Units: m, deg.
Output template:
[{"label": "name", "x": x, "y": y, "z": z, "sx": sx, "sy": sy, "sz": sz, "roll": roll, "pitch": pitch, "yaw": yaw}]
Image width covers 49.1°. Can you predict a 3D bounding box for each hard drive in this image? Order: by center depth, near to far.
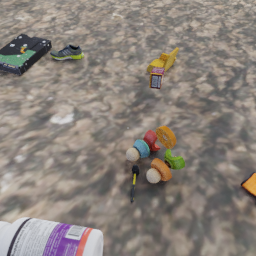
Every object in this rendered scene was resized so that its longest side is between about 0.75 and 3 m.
[{"label": "hard drive", "x": -5.074, "y": -3.544, "z": 13.316, "sx": 1.806, "sy": 0.489, "sz": 2.585, "roll": 16, "pitch": 48, "yaw": 15}]

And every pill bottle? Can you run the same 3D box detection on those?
[{"label": "pill bottle", "x": -2.022, "y": 2.915, "z": 6.458, "sx": 2.675, "sy": 1.490, "sz": 1.490, "roll": 7, "pitch": 47, "yaw": 7}]

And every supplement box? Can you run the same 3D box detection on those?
[{"label": "supplement box", "x": 1.140, "y": -1.969, "z": 10.946, "sx": 0.459, "sy": 0.592, "sz": 1.072, "roll": 9, "pitch": 28, "yaw": 9}]

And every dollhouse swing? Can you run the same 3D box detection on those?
[{"label": "dollhouse swing", "x": 1.550, "y": -3.129, "z": 12.536, "sx": 1.092, "sy": 1.056, "sz": 1.201, "roll": 27, "pitch": 53, "yaw": 23}]

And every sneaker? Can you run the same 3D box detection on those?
[{"label": "sneaker", "x": -2.913, "y": -3.656, "z": 13.318, "sx": 1.573, "sy": 0.637, "sz": 0.581, "roll": -5, "pitch": 47, "yaw": -5}]

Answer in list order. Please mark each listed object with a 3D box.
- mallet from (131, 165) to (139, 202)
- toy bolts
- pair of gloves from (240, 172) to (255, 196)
[{"label": "mallet", "x": 0.187, "y": 1.711, "z": 8.530, "sx": 0.237, "sy": 0.379, "sz": 1.150, "roll": 3, "pitch": 61, "yaw": 7}, {"label": "toy bolts", "x": 0.681, "y": 0.733, "z": 8.673, "sx": 1.181, "sy": 1.626, "sz": 1.702, "roll": -33, "pitch": 36, "yaw": -20}, {"label": "pair of gloves", "x": 5.157, "y": 1.845, "z": 8.275, "sx": 2.871, "sy": 0.355, "sz": 2.558, "roll": -26, "pitch": 51, "yaw": -24}]
